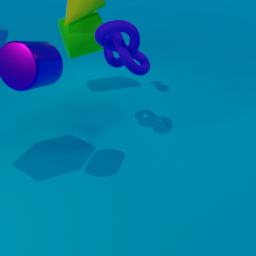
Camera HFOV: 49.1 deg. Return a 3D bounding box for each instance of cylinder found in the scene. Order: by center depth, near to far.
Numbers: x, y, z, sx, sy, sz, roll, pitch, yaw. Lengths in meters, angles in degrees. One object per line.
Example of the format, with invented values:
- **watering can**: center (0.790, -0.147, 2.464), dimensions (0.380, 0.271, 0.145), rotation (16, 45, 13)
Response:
- **cylinder**: center (-1.660, -1.083, 4.820), dimensions (0.797, 0.797, 0.797), rotation (9, 19, 15)
- **cylinder**: center (-1.605, -3.296, 9.919), dimensions (1.366, 1.366, 1.366), rotation (-20, 35, -12)

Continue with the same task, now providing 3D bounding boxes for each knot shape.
- **knot shape**: center (-0.067, -1.874, 6.827), dimensions (0.748, 1.514, 1.618), rotation (-48, 5, -7)

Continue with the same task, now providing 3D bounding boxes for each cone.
- **cone**: center (-1.648, -3.833, 8.995), dimensions (1.354, 1.359, 1.354), rotation (33, -2, 1)

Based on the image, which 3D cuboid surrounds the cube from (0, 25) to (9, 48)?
- **cube**: center (-3.077, -1.416, 4.836), dimensions (1.211, 1.211, 1.211), rotation (31, 24, 11)
